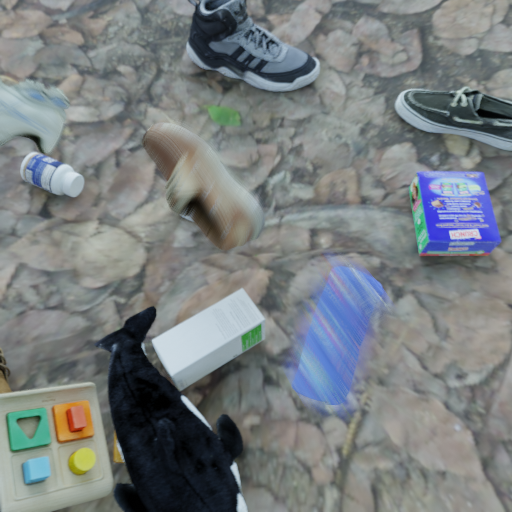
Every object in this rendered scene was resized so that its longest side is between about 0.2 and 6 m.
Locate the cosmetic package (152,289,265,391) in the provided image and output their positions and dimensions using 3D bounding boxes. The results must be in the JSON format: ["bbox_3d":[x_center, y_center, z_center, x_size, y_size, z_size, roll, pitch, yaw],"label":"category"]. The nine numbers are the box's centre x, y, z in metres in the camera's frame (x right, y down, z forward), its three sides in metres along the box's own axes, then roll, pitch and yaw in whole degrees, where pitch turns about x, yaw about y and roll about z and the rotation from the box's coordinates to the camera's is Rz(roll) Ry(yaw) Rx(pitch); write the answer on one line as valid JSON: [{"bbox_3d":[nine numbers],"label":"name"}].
[{"bbox_3d":[-0.762,1.396,9.325,1.740,0.936,0.738,-31,65,-14],"label":"cosmetic package"}]

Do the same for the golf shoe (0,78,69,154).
[{"bbox_3d":[-3.822,-2.077,7.917,2.205,0.863,1.072,9,96,-32],"label":"golf shoe"}]

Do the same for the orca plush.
[{"bbox_3d":[-1.171,2.466,8.276,2.063,1.394,3.921,-8,62,-19],"label":"orca plush"}]

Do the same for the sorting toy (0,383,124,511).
[{"bbox_3d":[-2.843,2.698,7.981,2.987,0.407,1.682,1,65,-39],"label":"sorting toy"}]

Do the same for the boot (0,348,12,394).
[{"bbox_3d":[-4.393,1.973,8.888,3.646,1.342,1.376,26,55,16],"label":"boot"}]

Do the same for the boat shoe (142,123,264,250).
[{"bbox_3d":[-0.989,-1.116,8.934,2.546,0.964,0.914,44,54,12],"label":"boat shoe"}]

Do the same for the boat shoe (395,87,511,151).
[{"bbox_3d":[4.425,-3.110,11.808,2.859,0.910,1.011,17,63,9],"label":"boat shoe"}]

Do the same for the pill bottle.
[{"bbox_3d":[-4.029,-1.584,11.133,1.123,0.623,0.623,23,64,12],"label":"pill bottle"}]

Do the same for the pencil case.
[{"bbox_3d":[1.146,1.101,7.710,0.844,0.759,1.944,26,101,49],"label":"pencil case"}]

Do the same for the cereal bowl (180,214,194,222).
[{"bbox_3d":[-1.074,-1.323,11.056,1.270,0.529,1.270,0,61,1],"label":"cereal bowl"}]

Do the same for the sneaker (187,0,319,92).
[{"bbox_3d":[-0.111,-4.768,12.213,3.151,1.793,1.189,18,63,10],"label":"sneaker"}]

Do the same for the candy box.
[{"bbox_3d":[3.748,-0.806,10.715,1.350,0.615,1.597,1,60,-1],"label":"candy box"}]
